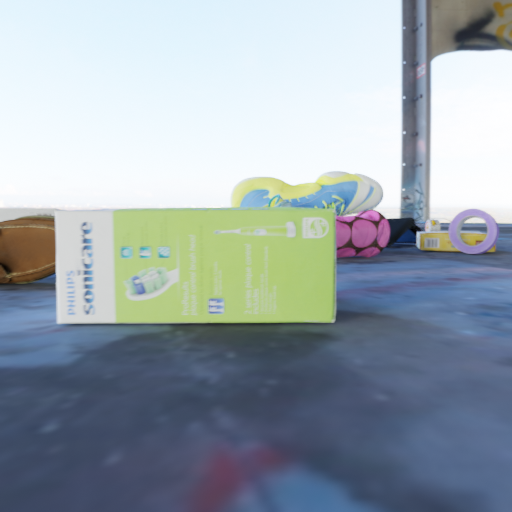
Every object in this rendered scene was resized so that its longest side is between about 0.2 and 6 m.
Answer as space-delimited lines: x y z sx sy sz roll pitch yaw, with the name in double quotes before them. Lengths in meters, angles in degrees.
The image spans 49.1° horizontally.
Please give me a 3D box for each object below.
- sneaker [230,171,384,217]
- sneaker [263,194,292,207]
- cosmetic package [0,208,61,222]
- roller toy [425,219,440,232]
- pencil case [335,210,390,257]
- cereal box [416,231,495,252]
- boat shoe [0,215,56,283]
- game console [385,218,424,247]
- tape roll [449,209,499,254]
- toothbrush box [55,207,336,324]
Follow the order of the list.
"sneaker" 1.055 -0.763 11.439 3.194 1.678 1.210 -3 -35 4
"sneaker" 0.736 -0.554 10.277 1.744 1.138 0.693 -1 4 -21
"cosmetic package" -5.856 -0.619 12.577 3.553 0.900 1.466 0 4 6
"roller toy" 6.324 -1.023 20.109 0.427 0.558 0.611 -1 9 -3
"pencil case" 1.224 -0.419 9.818 2.128 0.966 0.997 0 46 -27
"cereal box" 4.235 -0.332 12.107 1.452 0.399 2.018 1 4 13
"boat shoe" -2.955 0.024 6.061 2.100 0.755 0.714 -10 7 4
"game console" 3.115 -0.348 13.749 1.604 1.062 1.824 -39 25 -31
"tape roll" 4.156 -0.463 10.701 0.860 0.860 0.366 3 0 31
"toothbrush box" -0.430 0.017 4.616 1.992 0.858 1.450 1 5 -2
